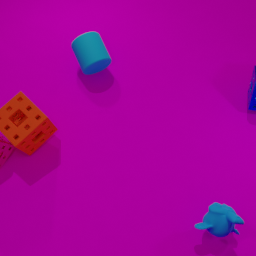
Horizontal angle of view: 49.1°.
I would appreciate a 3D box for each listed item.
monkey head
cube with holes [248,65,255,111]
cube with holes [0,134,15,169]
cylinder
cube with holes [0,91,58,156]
[{"bbox_3d":[2.229,2.224,6.523,1.258,0.905,0.758,14,94,-19],"label":"monkey head"},{"bbox_3d":[4.372,-1.203,8.678,1.032,1.032,1.032,9,40,15],"label":"cube with holes"},{"bbox_3d":[-3.889,0.561,7.781,0.840,0.840,0.840,31,86,18],"label":"cube with holes"},{"bbox_3d":[-1.245,-2.526,9.537,1.057,1.057,1.057,-24,85,-14],"label":"cylinder"},{"bbox_3d":[-2.869,-0.098,7.839,1.104,1.104,1.104,42,78,12],"label":"cube with holes"}]
